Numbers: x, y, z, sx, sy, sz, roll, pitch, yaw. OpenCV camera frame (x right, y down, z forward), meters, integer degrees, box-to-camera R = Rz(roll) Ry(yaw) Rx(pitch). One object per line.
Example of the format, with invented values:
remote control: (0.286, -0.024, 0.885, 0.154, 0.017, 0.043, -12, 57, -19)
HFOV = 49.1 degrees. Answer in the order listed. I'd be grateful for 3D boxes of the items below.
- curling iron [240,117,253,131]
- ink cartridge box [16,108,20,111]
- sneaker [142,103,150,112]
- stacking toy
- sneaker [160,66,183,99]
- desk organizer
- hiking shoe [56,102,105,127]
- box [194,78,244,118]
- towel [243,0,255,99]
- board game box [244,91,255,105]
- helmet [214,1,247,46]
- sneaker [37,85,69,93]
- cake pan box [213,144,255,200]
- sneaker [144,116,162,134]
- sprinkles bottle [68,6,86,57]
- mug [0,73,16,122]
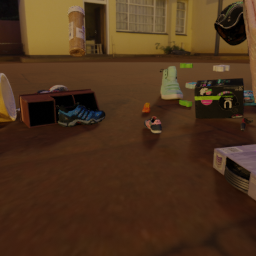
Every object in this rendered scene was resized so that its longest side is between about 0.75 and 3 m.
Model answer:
curling iron: (3.613, -0.131, 8.619, 0.335, 0.172, 1.350, -4, 12, 31)
ink cartridge box: (-3.234, -0.651, 10.351, 1.069, 0.316, 1.336, 12, 26, 36)
sneaker: (0.700, -0.776, 10.641, 0.315, 0.333, 0.864, 2, 18, 2)
stacking toy: (2.815, -1.569, 10.825, 0.547, 1.754, 2.326, -14, 22, -35)
sneaker: (2.052, -2.200, 13.496, 0.923, 1.479, 2.508, 0, 17, -6)
desk organizer: (-2.189, -0.690, 9.333, 2.538, 0.910, 0.977, -10, 21, -31)
hiking shoe: (-1.423, -0.465, 8.872, 1.609, 0.698, 0.599, -11, 19, -33)
box: (3.107, -1.011, 9.559, 1.549, 1.150, 0.963, 0, 23, 21)
towel: (2.382, -1.613, 5.286, 0.269, 1.667, 1.592, -7, 50, 23)
board game box: (4.804, -1.322, 12.318, 1.853, 0.435, 1.399, -1, 16, -3)
helmet: (2.766, -2.668, 7.006, 0.947, 0.993, 0.993, -40, 12, 10)
sneaker: (-3.191, -1.337, 12.103, 0.668, 0.721, 1.789, 25, 33, 24)
cake pan box: (2.696, 0.758, 5.072, 1.818, 0.476, 1.675, -4, 14, -13)
sneaker: (0.750, -0.168, 8.321, 0.371, 0.434, 1.058, -5, 17, -16)
sprinkles bottle: (-0.940, -1.767, 5.133, 0.307, 0.900, 0.307, -4, -15, -1)
mug: (-4.601, -0.814, 8.787, 1.612, 1.573, 1.964, -11, 12, -10)
